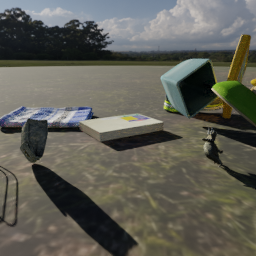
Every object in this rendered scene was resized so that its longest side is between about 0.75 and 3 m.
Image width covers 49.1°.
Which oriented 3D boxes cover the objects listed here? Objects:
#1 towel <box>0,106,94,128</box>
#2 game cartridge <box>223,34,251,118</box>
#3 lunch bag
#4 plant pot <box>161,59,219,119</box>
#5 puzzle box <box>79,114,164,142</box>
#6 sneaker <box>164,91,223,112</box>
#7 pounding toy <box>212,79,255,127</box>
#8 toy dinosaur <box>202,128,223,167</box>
[{"bbox_3d":[-2.722,-0.412,9.703,2.866,0.341,2.105,0,16,1],"label":"towel"},{"bbox_3d":[3.698,-1.695,9.580,0.357,2.200,1.939,14,-19,23],"label":"game cartridge"},{"bbox_3d":[-1.966,0.298,5.841,0.490,0.833,0.683,4,-17,-29],"label":"lunch bag"},{"bbox_3d":[1.960,-1.482,9.607,1.475,1.470,1.502,-36,34,-13],"label":"plant pot"},{"bbox_3d":[-0.197,-0.066,8.527,2.188,0.278,1.456,-9,17,-30],"label":"puzzle box"},{"bbox_3d":[2.810,-1.326,10.935,2.933,1.187,1.084,-5,19,10],"label":"sneaker"},{"bbox_3d":[3.211,-0.650,6.761,2.254,1.046,1.740,32,20,-20],"label":"pounding toy"},{"bbox_3d":[1.744,0.493,5.878,0.394,0.524,1.024,-35,17,35],"label":"toy dinosaur"}]
